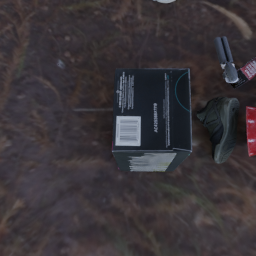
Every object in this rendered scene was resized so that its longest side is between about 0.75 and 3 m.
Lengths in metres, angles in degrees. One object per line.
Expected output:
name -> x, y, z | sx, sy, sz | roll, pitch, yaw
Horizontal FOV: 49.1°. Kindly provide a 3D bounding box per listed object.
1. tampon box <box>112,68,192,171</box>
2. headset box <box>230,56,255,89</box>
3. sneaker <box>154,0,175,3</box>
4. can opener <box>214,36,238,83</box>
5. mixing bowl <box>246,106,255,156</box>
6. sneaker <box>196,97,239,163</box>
tampon box -> 0.545, -0.049, 7.475 | 1.745, 2.764, 2.071 | 1, 73, 1
headset box -> 3.730, -1.767, 8.727 | 1.198, 0.891, 0.462 | -38, 87, -13
sneaker -> 0.542, -5.136, 9.266 | 2.978, 1.138, 1.199 | 0, 88, -38
can opener -> 2.866, -2.002, 8.026 | 0.393, 0.493, 1.473 | -8, 78, -10
mixing bowl -> 3.860, 0.069, 8.024 | 0.802, 1.480, 1.480 | -4, 72, 27
sneaker -> 2.661, 0.020, 8.497 | 0.763, 1.143, 1.996 | -11, 109, -32
